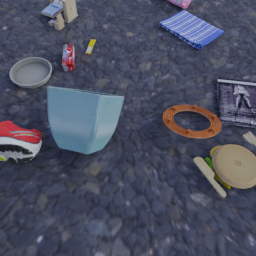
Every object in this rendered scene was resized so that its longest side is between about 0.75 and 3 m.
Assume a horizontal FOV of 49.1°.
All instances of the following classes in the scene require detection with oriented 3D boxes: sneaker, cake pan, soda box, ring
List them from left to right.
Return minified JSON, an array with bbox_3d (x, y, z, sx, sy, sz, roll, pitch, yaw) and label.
[{"bbox_3d":[-3.743,0.254,7.892,2.690,1.036,1.142,12,42,1],"label":"sneaker"},{"bbox_3d":[-3.355,-1.904,9.759,1.438,0.264,1.438,0,53,0],"label":"cake pan"},{"bbox_3d":[-2.158,-2.559,10.187,0.385,0.348,1.099,-4,55,-2],"label":"soda box"},{"bbox_3d":[1.888,-0.264,8.255,1.719,0.165,1.719,4,35,-3],"label":"ring"}]

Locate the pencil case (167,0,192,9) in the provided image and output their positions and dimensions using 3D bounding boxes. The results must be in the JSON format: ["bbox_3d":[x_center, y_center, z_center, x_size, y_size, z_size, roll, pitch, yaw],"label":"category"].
[{"bbox_3d":[2.036,-6.002,12.468,0.760,0.760,1.738,-35,63,-23],"label":"pencil case"}]

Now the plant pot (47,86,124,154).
[{"bbox_3d":[-1.184,-0.192,7.540,1.562,1.566,1.595,12,98,18],"label":"plant pot"}]

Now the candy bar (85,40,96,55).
[{"bbox_3d":[-1.431,-3.136,10.767,0.229,0.102,0.918,8,54,6],"label":"candy bar"}]

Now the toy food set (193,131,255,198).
[{"bbox_3d":[2.859,1.005,7.532,2.031,0.408,1.402,-22,59,-18],"label":"toy food set"}]

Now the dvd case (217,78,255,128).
[{"bbox_3d":[3.647,-0.840,9.043,1.458,0.157,1.961,7,54,5],"label":"dvd case"}]

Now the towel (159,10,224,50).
[{"bbox_3d":[2.573,-4.063,11.352,1.610,0.265,2.224,-35,61,-24],"label":"towel"}]

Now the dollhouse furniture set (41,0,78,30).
[{"bbox_3d":[-3.086,-5.048,11.625,1.511,0.986,1.427,25,57,18],"label":"dollhouse furniture set"}]
